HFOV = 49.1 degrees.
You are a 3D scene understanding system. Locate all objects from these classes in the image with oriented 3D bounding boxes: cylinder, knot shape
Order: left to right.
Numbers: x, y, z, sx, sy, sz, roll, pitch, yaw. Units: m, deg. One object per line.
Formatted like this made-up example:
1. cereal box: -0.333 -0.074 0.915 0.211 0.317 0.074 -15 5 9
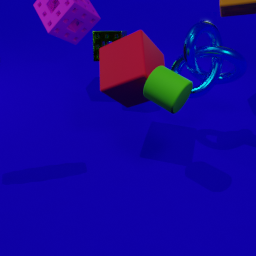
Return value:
1. cylinder: 0.863 -0.824 6.044 0.779 0.779 0.779 34 49 21
2. knot shape: 1.967 -1.799 7.189 1.930 1.806 0.892 -12 25 9

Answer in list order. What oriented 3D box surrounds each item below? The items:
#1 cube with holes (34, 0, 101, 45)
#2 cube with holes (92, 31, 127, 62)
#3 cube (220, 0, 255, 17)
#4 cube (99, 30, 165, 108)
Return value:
1. cube with holes: -2.024 -3.873 9.344 1.310 1.310 1.310 4 52 -59
2. cube with holes: -0.556 -2.621 8.923 0.902 0.902 0.902 4 20 9
3. cube: 3.240 -3.948 7.914 1.189 1.189 1.189 2 7 19
4. cube: 0.144 -1.448 7.216 1.278 1.278 1.278 -15 66 29
